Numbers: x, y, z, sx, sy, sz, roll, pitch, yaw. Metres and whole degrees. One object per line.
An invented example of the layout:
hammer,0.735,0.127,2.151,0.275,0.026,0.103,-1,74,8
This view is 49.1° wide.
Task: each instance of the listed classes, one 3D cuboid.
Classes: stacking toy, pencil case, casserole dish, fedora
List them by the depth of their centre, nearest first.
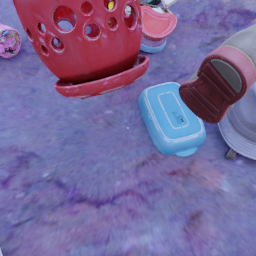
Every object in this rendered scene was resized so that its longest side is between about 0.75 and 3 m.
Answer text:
fedora,3.658,-0.704,7.144,2.558,1.306,2.892,16,62,13
casserole dish,1.218,-0.386,7.826,1.519,0.487,2.508,-15,60,-9
pencil case,-4.740,-3.163,9.261,2.407,1.042,0.997,26,87,16
stacking toy,0.334,-3.868,9.683,2.722,1.150,2.464,25,64,2

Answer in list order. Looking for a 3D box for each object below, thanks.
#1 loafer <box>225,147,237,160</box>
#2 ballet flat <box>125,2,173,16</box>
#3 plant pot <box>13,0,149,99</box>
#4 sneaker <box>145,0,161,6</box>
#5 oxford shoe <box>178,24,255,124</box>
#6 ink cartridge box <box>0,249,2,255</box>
loafer,2.843,0.535,7.385,0.284,0.292,0.799,35,72,11
ballet flat,0.459,-4.068,9.837,2.449,0.799,0.863,10,95,8
plant pot,-0.845,-1.943,5.947,2.450,2.231,2.450,-12,23,5
sneaker,0.904,-4.820,10.698,0.437,0.400,1.026,23,51,22
oxford shoe,1.719,-0.835,5.055,1.072,2.867,1.010,-44,87,-8
ink cartridge box,-3.711,2.611,5.760,1.821,0.768,1.318,-26,62,-15
